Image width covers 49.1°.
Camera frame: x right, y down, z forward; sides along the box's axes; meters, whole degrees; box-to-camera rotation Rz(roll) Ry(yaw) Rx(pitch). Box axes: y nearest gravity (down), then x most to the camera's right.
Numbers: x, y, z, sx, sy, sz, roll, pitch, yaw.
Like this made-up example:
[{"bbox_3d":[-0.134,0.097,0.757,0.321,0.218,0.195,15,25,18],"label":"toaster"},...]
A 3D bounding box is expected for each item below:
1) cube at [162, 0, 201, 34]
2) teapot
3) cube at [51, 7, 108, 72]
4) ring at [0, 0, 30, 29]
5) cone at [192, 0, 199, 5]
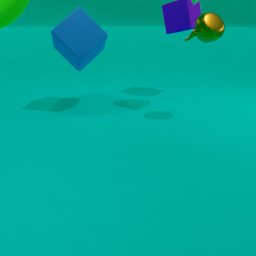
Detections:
[{"bbox_3d":[2.093,-4.298,10.753,1.083,1.083,1.083,0,19,39],"label":"cube"},{"bbox_3d":[2.267,-2.838,8.090,1.414,0.879,0.692,-24,-11,-22],"label":"teapot"},{"bbox_3d":[-1.630,-2.927,9.412,1.292,1.292,1.292,-46,4,-12],"label":"cube"},{"bbox_3d":[-1.753,-1.812,2.980,1.532,1.532,0.306,-18,23,-37],"label":"ring"},{"bbox_3d":[2.116,-4.248,8.496,1.288,1.293,1.288,14,-17,5],"label":"cone"}]
